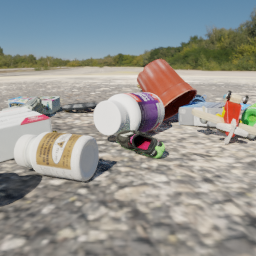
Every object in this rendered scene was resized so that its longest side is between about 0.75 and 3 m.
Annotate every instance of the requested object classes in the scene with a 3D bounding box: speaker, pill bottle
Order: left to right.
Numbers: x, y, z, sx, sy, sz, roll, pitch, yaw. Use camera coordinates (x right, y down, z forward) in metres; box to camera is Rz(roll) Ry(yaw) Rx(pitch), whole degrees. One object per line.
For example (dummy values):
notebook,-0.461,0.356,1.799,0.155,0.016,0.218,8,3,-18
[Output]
pill bottle,-1.588,0.580,6.181,1.689,0.966,0.966,5,14,20
pill bottle,0.061,-0.449,9.267,1.404,1.404,2.520,9,12,32
speaker,5.057,-0.516,11.042,0.864,0.864,1.953,9,16,32

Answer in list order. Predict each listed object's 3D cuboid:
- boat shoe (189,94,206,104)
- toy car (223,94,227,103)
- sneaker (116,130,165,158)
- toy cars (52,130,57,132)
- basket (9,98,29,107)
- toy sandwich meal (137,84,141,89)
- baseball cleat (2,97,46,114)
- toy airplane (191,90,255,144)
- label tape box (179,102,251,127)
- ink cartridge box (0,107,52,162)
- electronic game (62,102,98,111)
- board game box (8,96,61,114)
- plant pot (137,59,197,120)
boat shoe,3.391,-1.295,14.170,1.063,0.867,2.526,-2,14,-8
toy car,5.378,-1.228,14.221,0.963,0.852,0.887,11,15,-5
sneaker,0.260,0.316,7.640,1.656,0.636,0.694,12,-19,44
toy cars,-2.684,0.270,8.997,0.879,0.195,0.394,-16,24,-7
basket,-4.976,-0.848,12.736,0.988,0.779,1.120,2,46,5
toy sandwich meal,1.809,-3.503,23.006,2.245,0.769,2.245,9,13,-2
baseball cleat,-4.436,-0.770,11.846,1.460,0.957,2.744,-3,12,-4
toy airplane,3.279,-0.147,9.105,1.894,1.342,1.902,-17,55,-22
label tape box,3.445,-0.552,11.092,2.403,0.794,1.722,6,15,32
ink cartridge box,-3.340,0.090,8.099,1.575,0.904,2.169,-17,21,-34
electronic game,-2.407,-1.067,14.227,1.857,0.386,1.857,-4,8,1
board game box,-4.679,-1.189,14.180,2.133,0.686,1.574,0,13,1
plant pot,1.477,-1.654,11.611,1.995,1.940,1.995,-30,-18,-11
